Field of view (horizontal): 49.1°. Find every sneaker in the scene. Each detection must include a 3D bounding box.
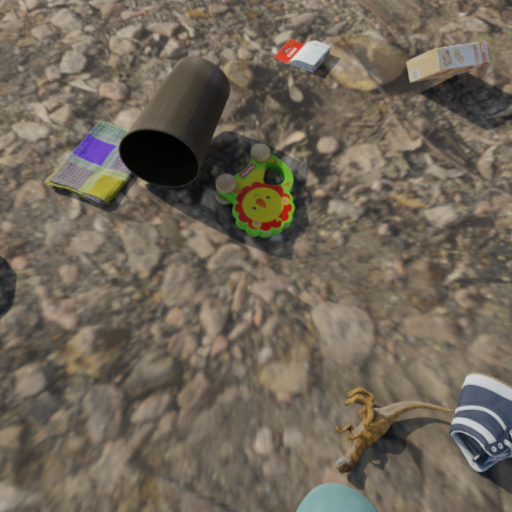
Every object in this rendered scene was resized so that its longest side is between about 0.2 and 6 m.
[{"bbox_3d":[3.969,2.758,8.127,2.315,0.811,1.256,25,54,24],"label":"sneaker"}]

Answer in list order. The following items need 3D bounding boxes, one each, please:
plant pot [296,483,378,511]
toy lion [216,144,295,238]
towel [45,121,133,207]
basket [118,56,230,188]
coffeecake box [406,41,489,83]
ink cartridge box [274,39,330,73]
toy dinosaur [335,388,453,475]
[{"bbox_3d":[1.054,3.585,7.441,1.336,1.336,0.900,-4,22,-3],"label":"plant pot"},{"bbox_3d":[0.127,-1.204,11.031,1.618,0.579,1.688,38,65,13],"label":"toy lion"},{"bbox_3d":[-3.214,-1.982,11.720,1.509,0.239,2.101,22,59,15],"label":"towel"},{"bbox_3d":[-1.475,-2.733,11.134,1.525,2.022,2.242,37,61,-27],"label":"basket"},{"bbox_3d":[4.341,-4.398,12.725,1.399,1.074,0.511,-15,98,-19],"label":"coffeecake box"},{"bbox_3d":[1.133,-5.010,13.765,1.118,0.264,0.895,27,60,16],"label":"ink cartridge box"},{"bbox_3d":[1.861,2.506,8.584,1.987,0.600,1.055,-33,85,-14],"label":"toy dinosaur"}]
